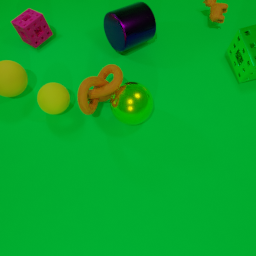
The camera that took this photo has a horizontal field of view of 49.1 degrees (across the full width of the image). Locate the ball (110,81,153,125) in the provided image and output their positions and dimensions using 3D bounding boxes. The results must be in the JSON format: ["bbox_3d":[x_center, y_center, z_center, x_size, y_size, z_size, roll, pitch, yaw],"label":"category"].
[{"bbox_3d":[0.099,-0.667,7.585,1.175,1.175,1.175,0,61,0],"label":"ball"}]

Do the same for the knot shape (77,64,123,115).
[{"bbox_3d":[-0.841,-0.993,7.638,0.714,1.446,1.545,46,71,-3],"label":"knot shape"}]

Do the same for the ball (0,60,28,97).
[{"bbox_3d":[-3.438,-1.413,8.067,1.036,1.036,1.036,0,61,0],"label":"ball"}]

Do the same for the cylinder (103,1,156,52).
[{"bbox_3d":[0.052,-3.206,8.874,1.229,1.229,1.229,-29,64,-23],"label":"cylinder"}]

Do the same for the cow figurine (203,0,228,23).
[{"bbox_3d":[2.868,-3.979,9.370,0.872,0.486,0.886,17,85,15],"label":"cow figurine"}]

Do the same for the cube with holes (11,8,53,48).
[{"bbox_3d":[-3.123,-3.261,9.146,0.779,0.779,0.779,32,69,31],"label":"cube with holes"}]

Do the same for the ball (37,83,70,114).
[{"bbox_3d":[-2.074,-0.823,7.837,0.880,0.880,0.880,0,61,0],"label":"ball"}]

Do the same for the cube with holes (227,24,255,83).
[{"bbox_3d":[3.764,-2.188,8.092,1.166,1.166,1.166,-15,76,0],"label":"cube with holes"}]
